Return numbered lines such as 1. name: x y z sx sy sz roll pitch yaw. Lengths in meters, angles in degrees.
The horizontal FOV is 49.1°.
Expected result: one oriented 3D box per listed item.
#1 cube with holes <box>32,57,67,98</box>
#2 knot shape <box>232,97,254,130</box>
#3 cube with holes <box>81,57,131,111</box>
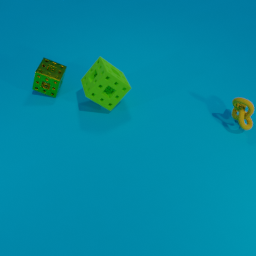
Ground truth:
1. cube with holes: -2.709 -1.734 9.680 0.836 0.836 0.836 20 47 -11
2. knot shape: 3.475 -0.519 8.568 0.487 1.055 0.987 -14 20 8
3. cube with holes: -0.724 -1.409 8.964 1.031 1.031 1.031 -46 39 19
